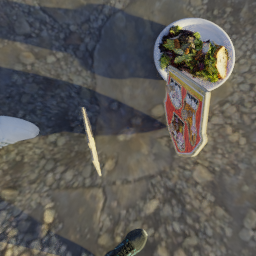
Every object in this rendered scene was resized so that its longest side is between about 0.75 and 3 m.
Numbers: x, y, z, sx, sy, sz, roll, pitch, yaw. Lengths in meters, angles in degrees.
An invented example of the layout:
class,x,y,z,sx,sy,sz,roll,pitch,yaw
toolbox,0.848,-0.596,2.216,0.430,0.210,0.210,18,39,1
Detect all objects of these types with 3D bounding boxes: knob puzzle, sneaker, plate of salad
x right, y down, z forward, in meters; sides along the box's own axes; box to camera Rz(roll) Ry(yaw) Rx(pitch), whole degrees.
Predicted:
class,x,y,z,sx,sy,sz,roll,pitch,yaw
knob puzzle,1.378,-0.232,7.576,0.363,2.620,2.620,-10,78,-14
sneaker,-3.805,0.331,7.883,2.710,1.020,1.199,0,70,13
plate of salad,2.106,-2.365,8.802,2.580,0.620,2.580,0,80,1
sneaker,-0.078,3.315,7.460,1.512,0.599,0.570,-44,83,4

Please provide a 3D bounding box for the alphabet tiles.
class,x,y,z,sx,sy,sz,roll,pitch,yaw
alphabet tiles,-0.988,0.285,7.451,0.073,1.935,1.617,-12,68,-5
